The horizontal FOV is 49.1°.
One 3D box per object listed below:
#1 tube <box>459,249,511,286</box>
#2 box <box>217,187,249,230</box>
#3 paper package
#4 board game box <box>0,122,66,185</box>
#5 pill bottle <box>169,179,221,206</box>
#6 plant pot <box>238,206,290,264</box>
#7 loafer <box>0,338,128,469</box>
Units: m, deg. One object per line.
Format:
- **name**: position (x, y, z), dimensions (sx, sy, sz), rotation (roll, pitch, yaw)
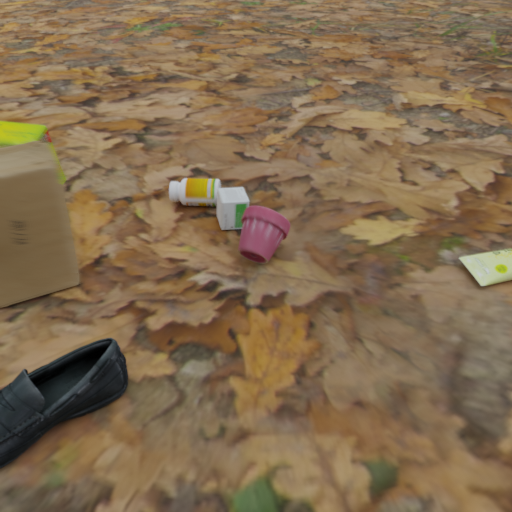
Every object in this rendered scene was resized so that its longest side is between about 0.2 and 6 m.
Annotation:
- **tube**: position (4.662, 0.098, 9.724), dimensions (2.046, 0.531, 0.594), rotation (-10, -3, -6)
- **box**: position (-0.467, -0.937, 11.050), dimensions (0.545, 0.633, 0.636), rotation (-4, 34, -12)
- **paper package**: position (-4.128, -0.445, 8.867), dimensions (2.188, 2.295, 1.187), rotation (-17, 37, -24)
- **board game box**: position (-5.677, -2.122, 11.875), dimensions (2.855, 1.450, 0.680), rotation (8, 49, 10)
- **pill bottle**: position (-1.272, -1.330, 11.694), dimensions (1.022, 0.568, 0.568), rotation (2, 35, 3)
- **plant pot**: position (0.080, -0.333, 9.950), dimensions (0.888, 0.888, 0.794), rotation (14, 70, 20)
- **loafer**: position (-2.806, 1.791, 6.843), dimensions (2.609, 0.916, 0.886), rotation (-25, 42, -32)
